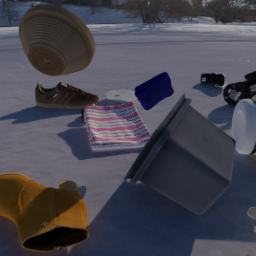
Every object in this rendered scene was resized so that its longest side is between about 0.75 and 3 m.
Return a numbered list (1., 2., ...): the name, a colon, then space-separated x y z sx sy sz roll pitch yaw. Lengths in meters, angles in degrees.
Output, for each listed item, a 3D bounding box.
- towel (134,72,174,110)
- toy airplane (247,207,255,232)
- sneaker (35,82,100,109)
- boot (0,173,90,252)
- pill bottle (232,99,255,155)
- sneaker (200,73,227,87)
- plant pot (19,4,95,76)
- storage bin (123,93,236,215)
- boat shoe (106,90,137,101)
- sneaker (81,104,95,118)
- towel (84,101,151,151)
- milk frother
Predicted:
1. towel: 0.761 -1.066 8.111 1.088 0.365 1.473 -34 -17 5
2. toy airplane: 2.962 1.848 5.174 1.177 0.834 1.182 -20 62 -15
3. sneaker: -2.717 -1.493 12.468 2.896 1.094 1.020 -1 24 -1
4. boot: -2.054 1.654 5.480 2.507 0.882 1.794 0 18 -14
5. pill bottle: 4.796 0.005 8.314 2.968 1.669 1.669 2 24 5
6. sneaker: 4.726 -2.702 15.840 1.125 0.735 2.011 -5 16 -3
7. plant pot: -2.262 -2.363 8.457 2.360 2.360 1.089 5 54 12
8. storage bin: 1.378 0.726 6.804 1.876 2.033 2.793 35 32 8
9. boat shoe: -0.269 -1.592 13.512 1.531 0.551 0.524 -1 22 22
10. sneaker: -1.636 -0.683 11.424 0.529 0.446 1.210 5 28 -4
11. towel: -0.441 -0.149 9.881 2.049 0.419 2.800 -6 32 -12
12. milk frother: 5.601 -1.511 12.711 1.657 1.590 1.762 -20 73 -37
